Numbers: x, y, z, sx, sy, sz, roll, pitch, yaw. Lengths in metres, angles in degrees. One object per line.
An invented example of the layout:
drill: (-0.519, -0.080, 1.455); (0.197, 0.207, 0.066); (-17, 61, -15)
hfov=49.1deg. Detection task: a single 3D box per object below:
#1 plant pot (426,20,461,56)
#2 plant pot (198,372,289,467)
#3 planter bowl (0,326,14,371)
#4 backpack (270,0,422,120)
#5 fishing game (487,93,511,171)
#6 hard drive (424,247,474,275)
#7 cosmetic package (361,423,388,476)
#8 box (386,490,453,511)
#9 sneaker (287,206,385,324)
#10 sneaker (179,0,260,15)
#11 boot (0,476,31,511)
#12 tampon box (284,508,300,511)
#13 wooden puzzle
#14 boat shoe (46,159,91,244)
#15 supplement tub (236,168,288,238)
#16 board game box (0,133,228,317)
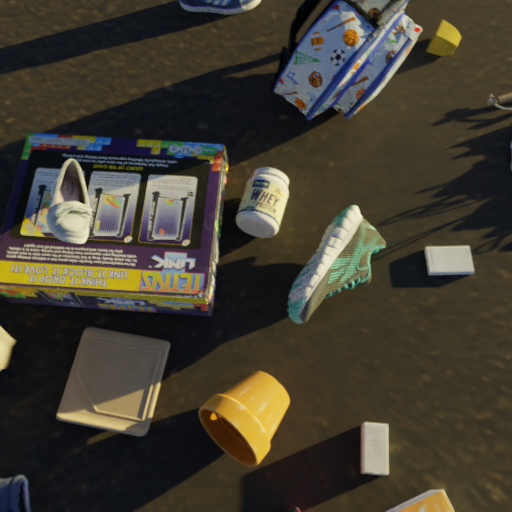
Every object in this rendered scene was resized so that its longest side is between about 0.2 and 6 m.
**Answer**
plant pot: (4.280, -4.860, 12.677); (0.552, 0.536, 0.540); (27, 69, 3)
plant pot: (-0.100, 2.547, 9.103); (1.246, 1.246, 1.140); (39, 57, 16)
planter bowl: (-4.808, 1.429, 9.271); (1.726, 1.726, 1.162); (42, 68, 16)
backpack: (1.681, -4.038, 11.271); (2.242, 2.910, 2.772); (45, 77, 4)
fishing game: (6.788, -1.966, 11.344); (3.047, 0.661, 4.255); (-12, 67, -2)
hard drive: (3.686, 0.091, 10.704); (0.841, 0.112, 0.555); (-1, 66, -1)
cosmetic package: (1.953, 3.186, 9.246); (0.401, 0.281, 0.790); (5, 66, 2)
box: (2.367, 4.275, 8.550); (1.385, 0.675, 0.862); (-22, 68, -9)
sneaker: (1.530, 0.291, 10.150); (1.145, 0.973, 2.509); (37, 72, -6)
sneaker: (-0.885, -6.372, 12.804); (2.006, 1.469, 0.808); (-3, 66, -1)
boot: (-3.939, 4.462, 8.399); (0.972, 0.783, 2.152); (-12, 66, 1)
tampon box: (0.446, 4.417, 7.963); (1.028, 1.629, 1.221); (-30, 70, -12)
wooden puzzle: (-2.442, 2.156, 9.718); (1.579, 0.318, 1.707); (10, 62, 5)
boat shoe: (-3.117, -0.909, 9.388); (0.664, 0.578, 1.802); (10, 39, -26)
supplement tub: (0.142, -1.027, 10.793); (0.840, 0.840, 1.159); (14, 67, 6)
board game box: (-2.580, -0.622, 10.495); (3.848, 1.091, 3.181); (4, 68, 2)
